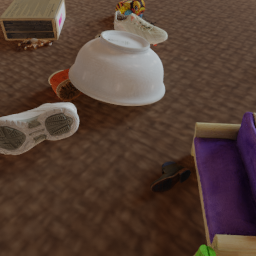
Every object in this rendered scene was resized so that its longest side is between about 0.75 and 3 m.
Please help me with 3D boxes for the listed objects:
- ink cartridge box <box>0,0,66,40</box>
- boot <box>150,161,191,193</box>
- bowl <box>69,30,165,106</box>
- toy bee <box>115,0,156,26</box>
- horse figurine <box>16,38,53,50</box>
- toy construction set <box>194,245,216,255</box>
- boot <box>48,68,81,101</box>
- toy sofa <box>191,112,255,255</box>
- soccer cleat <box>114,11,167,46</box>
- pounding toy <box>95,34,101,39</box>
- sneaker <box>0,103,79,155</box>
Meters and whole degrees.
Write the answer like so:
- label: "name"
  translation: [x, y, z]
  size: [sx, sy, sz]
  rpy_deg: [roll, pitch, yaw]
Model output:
- label: "ink cartridge box"
  translation: [-3.805, -4.578, 11.590]
  size: [2.102, 0.958, 2.551]
  rpy_deg: [0, 42, -2]
- label: "boot"
  translation: [0.804, 1.035, 6.022]
  size: [1.027, 0.384, 0.498]
  rpy_deg: [-16, 33, -28]
- label: "bowl"
  translation: [-0.184, -1.924, 8.023]
  size: [2.905, 1.306, 2.905]
  rpy_deg: [10, 34, -7]
- label: "toy bee"
  translation: [0.345, -5.281, 12.210]
  size: [2.186, 1.188, 1.431]
  rpy_deg: [17, 45, 19]
- label: "horse figurine"
  translation: [-3.563, -3.165, 10.520]
  size: [1.284, 0.320, 0.851]
  rpy_deg: [-2, 33, 5]
- label: "toy construction set"
  translation: [1.218, 2.738, 3.444]
  size: [1.826, 1.283, 2.785]
  rpy_deg: [-1, 45, -38]
- label: "boot"
  translation: [-1.438, -1.622, 8.608]
  size: [2.009, 0.754, 1.077]
  rpy_deg: [-27, 44, -25]
- label: "toy sofa"
  translation: [1.957, 0.954, 5.203]
  size: [1.187, 1.399, 2.866]
  rpy_deg: [2, 40, 4]
- label: "soccer cleat"
  translation: [0.376, -3.780, 10.564]
  size: [2.492, 0.967, 0.863]
  rpy_deg: [27, 54, 34]
- label: "pounding toy"
  translation: [-0.882, -3.433, 10.691]
  size: [0.508, 0.510, 0.888]
  rpy_deg: [-35, 53, -26]
- label: "sneaker"
  translation: [-2.256, -0.064, 6.684]
  size: [2.322, 0.905, 1.154]
  rpy_deg: [-11, 22, 0]
